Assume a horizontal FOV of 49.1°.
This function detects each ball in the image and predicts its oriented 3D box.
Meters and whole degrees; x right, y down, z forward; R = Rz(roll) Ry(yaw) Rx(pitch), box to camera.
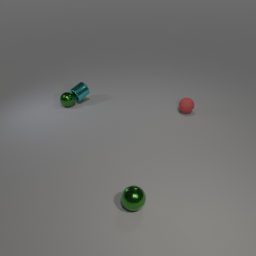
[{"bbox_3d":[2.659,-1.034,12.729,0.700,0.700,0.700,0,32,0],"label":"ball"},{"bbox_3d":[0.157,1.976,7.913,0.700,0.700,0.700,0,32,0],"label":"ball"},{"bbox_3d":[-2.880,-1.357,13.302,0.700,0.700,0.700,0,32,0],"label":"ball"}]

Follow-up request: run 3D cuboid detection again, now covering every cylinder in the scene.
[{"bbox_3d":[-2.339,-1.752,13.563,0.700,0.700,0.700,27,59,36],"label":"cylinder"}]
